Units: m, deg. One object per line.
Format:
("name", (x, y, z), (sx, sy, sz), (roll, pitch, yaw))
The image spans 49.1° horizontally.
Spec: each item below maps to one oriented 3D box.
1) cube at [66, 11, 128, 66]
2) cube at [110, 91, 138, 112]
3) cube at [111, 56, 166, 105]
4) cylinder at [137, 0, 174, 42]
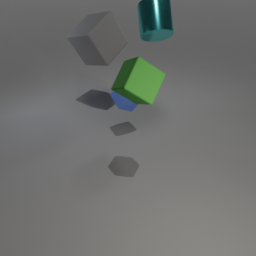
("cube", (-1.150, -3.354, 10.623), (1.400, 1.400, 1.400), (14, 59, 43))
("cube", (-0.038, -1.084, 9.624), (0.700, 0.700, 0.700), (10, 40, -49))
("cube", (0.200, -0.945, 5.736), (0.700, 0.700, 0.700), (28, -7, -25))
("cylinder", (1.142, -4.510, 11.699), (1.400, 1.400, 1.400), (-6, -2, 0))
